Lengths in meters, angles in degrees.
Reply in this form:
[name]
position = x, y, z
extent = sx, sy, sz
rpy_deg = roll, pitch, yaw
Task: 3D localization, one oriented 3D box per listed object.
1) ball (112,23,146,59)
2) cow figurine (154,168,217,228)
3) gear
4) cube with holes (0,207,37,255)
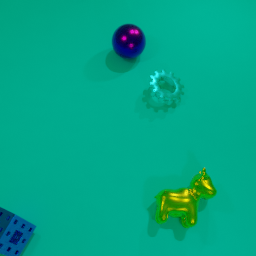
[ball]
position = 0.030, -3.078, 9.991
extent = 1.229, 1.229, 1.229
rpy_deg = 0, 61, 0
[cow figurine]
position = 1.517, 1.809, 7.484
extent = 1.632, 0.896, 1.606
rpy_deg = 9, 67, 0
[gear]
position = 1.273, -1.374, 9.383
extent = 1.269, 0.235, 1.269
rpy_deg = 9, 60, -16
[cube with holes]
position = -3.036, 2.553, 6.921
extent = 0.864, 0.864, 0.864
rpy_deg = 10, 59, 31
